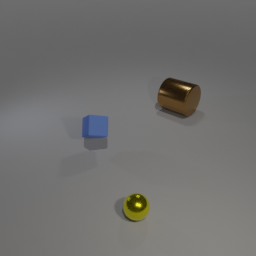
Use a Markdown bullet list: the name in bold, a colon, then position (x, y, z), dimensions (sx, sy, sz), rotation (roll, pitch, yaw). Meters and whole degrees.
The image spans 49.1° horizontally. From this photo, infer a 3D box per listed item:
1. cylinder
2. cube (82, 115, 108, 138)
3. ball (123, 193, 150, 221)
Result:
- **cylinder**: position (2.236, -1.372, 12.250), dimensions (1.400, 1.400, 1.400), rotation (23, 38, 34)
- **cube**: position (-1.128, -0.037, 9.591), dimensions (0.700, 0.700, 0.700), rotation (4, -9, -27)
- **ball**: position (0.223, 2.051, 7.312), dimensions (0.700, 0.700, 0.700), rotation (0, 31, 0)
